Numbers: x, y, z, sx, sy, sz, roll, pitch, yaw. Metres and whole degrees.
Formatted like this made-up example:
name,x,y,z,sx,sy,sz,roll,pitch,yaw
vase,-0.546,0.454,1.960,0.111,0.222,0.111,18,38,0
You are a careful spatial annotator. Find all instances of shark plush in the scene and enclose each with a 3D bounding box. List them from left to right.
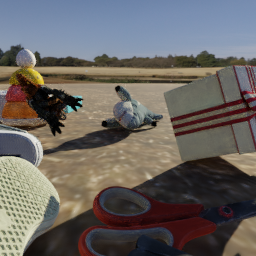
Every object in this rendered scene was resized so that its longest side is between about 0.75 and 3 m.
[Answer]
name,x,y,z,sx,sy,sz,roll,pitch,yaw
shark plush,0.287,-0.197,7.536,1.031,1.125,2.476,29,2,27

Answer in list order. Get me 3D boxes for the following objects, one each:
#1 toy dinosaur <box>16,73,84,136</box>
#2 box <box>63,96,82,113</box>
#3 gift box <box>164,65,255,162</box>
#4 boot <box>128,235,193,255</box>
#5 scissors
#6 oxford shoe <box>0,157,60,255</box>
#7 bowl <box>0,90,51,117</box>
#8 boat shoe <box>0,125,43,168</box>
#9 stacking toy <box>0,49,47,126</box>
name,x,y,z,sx,sy,sz,roll,pitch,yaw
toy dinosaur,-1.832,-0.538,6.122,1.283,0.965,1.890,31,9,25
box,-2.479,-0.964,11.111,0.829,0.495,2.015,1,11,5
gift box,1.620,-0.154,4.449,1.386,1.484,1.369,-18,2,43
boot,0.346,0.910,1.498,0.843,0.277,0.695,16,3,20
scissors,0.718,0.804,2.325,2.199,0.153,0.804,3,29,-6
oxford shoe,-0.988,0.713,2.020,0.578,0.752,2.000,-44,9,4
bowl,-3.924,-0.803,9.349,2.263,0.845,2.260,4,11,22
boat shoe,-2.450,0.311,3.870,2.490,0.898,0.883,9,0,-11
stacking toy,-2.775,-1.110,7.667,1.487,2.035,1.487,0,10,0
